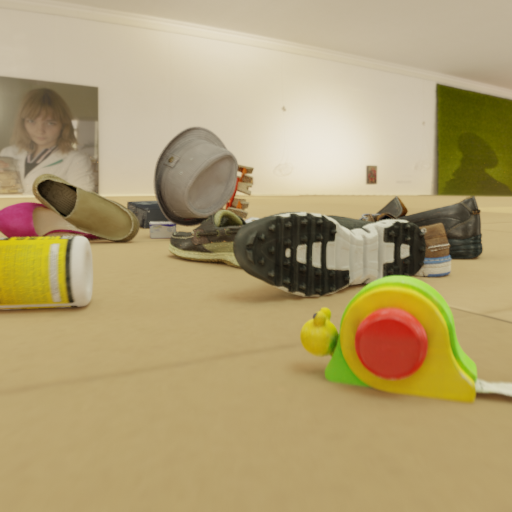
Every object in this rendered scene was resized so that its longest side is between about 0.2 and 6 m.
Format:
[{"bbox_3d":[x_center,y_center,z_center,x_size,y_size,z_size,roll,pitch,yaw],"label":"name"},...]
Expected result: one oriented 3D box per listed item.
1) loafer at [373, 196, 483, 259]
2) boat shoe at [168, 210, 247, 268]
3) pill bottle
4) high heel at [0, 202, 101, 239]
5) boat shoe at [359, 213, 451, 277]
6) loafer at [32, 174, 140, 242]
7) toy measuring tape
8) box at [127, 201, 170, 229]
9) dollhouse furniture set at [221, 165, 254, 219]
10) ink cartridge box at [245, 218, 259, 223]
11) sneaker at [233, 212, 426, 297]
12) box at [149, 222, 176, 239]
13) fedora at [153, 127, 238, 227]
[{"bbox_3d":[2.446,-0.538,9.822,2.855,1.032,1.039,1,9,14],"label":"loafer"},{"bbox_3d":[-0.461,-0.311,8.882,0.912,0.839,2.553,-7,11,-43],"label":"boat shoe"},{"bbox_3d":[-2.375,0.173,5.703,1.303,0.732,0.732,-1,8,-9],"label":"pill bottle"},{"bbox_3d":[-4.006,-0.695,11.652,1.262,0.886,2.632,-8,-10,27],"label":"high heel"},{"bbox_3d":[1.868,-0.233,8.392,2.262,0.819,0.817,8,11,44],"label":"boat shoe"},{"bbox_3d":[-3.502,-0.917,11.356,2.316,0.881,0.781,23,5,-8],"label":"loafer"},{"bbox_3d":[1.272,0.507,3.471,2.064,0.759,0.759,3,8,21],"label":"toy measuring tape"},{"bbox_3d":[-2.866,-1.146,15.410,1.058,0.551,0.964,-7,21,-42],"label":"box"},{"bbox_3d":[-0.687,-1.513,15.453,0.824,1.600,1.582,12,-33,-9],"label":"dollhouse furniture set"},{"bbox_3d":[0.405,-0.788,14.442,1.330,0.312,1.314,0,9,10],"label":"ink cartridge box"},{"bbox_3d":[0.749,-0.053,6.947,2.863,0.951,1.295,-2,4,-37],"label":"sneaker"},{"bbox_3d":[-2.127,-0.591,12.767,0.592,0.338,0.644,-1,8,-9],"label":"box"},{"bbox_3d":[-1.135,-1.693,12.315,1.040,2.037,2.303,16,60,49],"label":"fedora"}]
